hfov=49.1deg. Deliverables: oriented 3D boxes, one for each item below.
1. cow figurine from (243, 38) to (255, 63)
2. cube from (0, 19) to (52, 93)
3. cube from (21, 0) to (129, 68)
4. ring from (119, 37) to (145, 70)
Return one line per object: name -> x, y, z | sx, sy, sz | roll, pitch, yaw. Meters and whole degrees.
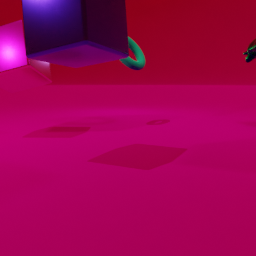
cow figurine -> 4.126, -1.892, 7.669 | 1.637, 0.898, 1.611 | 42, -12, -31
cube -> -2.659, -1.650, 6.692 | 1.158, 1.158, 1.158 | -13, -11, 7
cube -> -0.761, -1.611, 4.212 | 1.124, 1.124, 1.124 | -3, 2, 30
ring -> 0.016, -2.256, 8.273 | 0.257, 1.287, 1.287 | -37, -14, 34
